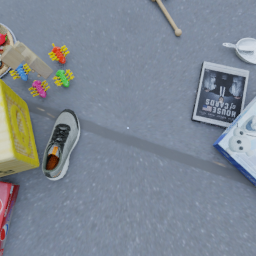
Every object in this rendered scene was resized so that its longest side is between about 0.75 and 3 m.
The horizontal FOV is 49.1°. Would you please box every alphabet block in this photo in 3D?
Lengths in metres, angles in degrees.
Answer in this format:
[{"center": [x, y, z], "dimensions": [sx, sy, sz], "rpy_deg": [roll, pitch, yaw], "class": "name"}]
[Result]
[{"center": [-4.496, 0.268, 8.597], "dimensions": [2.549, 2.503, 2.489], "rpy_deg": [-16, 80, -5], "class": "alphabet block"}]

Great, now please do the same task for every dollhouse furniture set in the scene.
[{"center": [-3.689, -1.916, 7.960], "dimensions": [1.639, 2.012, 1.913], "rpy_deg": [-48, 46, 0], "class": "dollhouse furniture set"}]

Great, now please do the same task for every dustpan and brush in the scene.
[{"center": [4.326, -3.052, 10.758], "dimensions": [1.484, 0.425, 1.036], "rpy_deg": [6, 77, 1], "class": "dustpan and brush"}]

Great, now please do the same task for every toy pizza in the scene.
[{"center": [-5.616, -2.996, 10.741], "dimensions": [2.686, 0.426, 2.686], "rpy_deg": [0, 77, 0], "class": "toy pizza"}]

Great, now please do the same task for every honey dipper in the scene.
[{"center": [1.466, -4.679, 11.135], "dimensions": [0.457, 0.457, 2.408], "rpy_deg": [-28, 80, -6], "class": "honey dipper"}]

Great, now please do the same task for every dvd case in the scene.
[{"center": [3.435, -1.206, 10.400], "dimensions": [1.767, 0.291, 2.352], "rpy_deg": [13, 77, 3], "class": "dvd case"}]

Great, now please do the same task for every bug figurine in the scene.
[{"center": [-3.095, -2.086, 10.466], "dimensions": [2.256, 0.580, 1.750], "rpy_deg": [-27, 84, -10], "class": "bug figurine"}]

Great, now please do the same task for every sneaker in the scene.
[{"center": [-2.299, 0.528, 9.649], "dimensions": [0.935, 1.003, 2.530], "rpy_deg": [11, 76, 4], "class": "sneaker"}]

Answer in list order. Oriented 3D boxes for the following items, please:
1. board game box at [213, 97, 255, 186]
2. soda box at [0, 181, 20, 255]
[{"center": [5.019, 0.540, 9.670], "dimensions": [2.977, 0.646, 2.962], "rpy_deg": [44, 81, 3], "class": "board game box"}, {"center": [-4.362, 2.972, 9.201], "dimensions": [0.837, 0.758, 2.390], "rpy_deg": [9, 77, 2], "class": "soda box"}]
